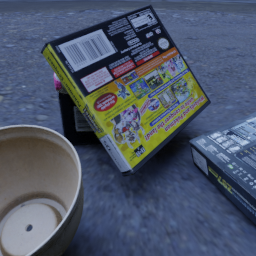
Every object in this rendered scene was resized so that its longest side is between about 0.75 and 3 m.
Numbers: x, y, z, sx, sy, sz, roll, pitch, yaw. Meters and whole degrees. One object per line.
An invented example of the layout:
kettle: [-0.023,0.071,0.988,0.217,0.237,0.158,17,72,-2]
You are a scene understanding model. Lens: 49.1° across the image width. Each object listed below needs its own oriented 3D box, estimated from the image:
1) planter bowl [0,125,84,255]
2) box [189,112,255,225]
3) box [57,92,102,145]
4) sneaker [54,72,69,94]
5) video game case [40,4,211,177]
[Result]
planter bowl: [-1.362,1.045,3.425,1.843,1.240,1.843,-3,45,3]
box: [2.614,0.633,4.721,2.081,0.673,2.639,-23,30,-10]
box: [-1.026,-0.705,6.833,1.017,1.409,1.899,-2,33,-4]
sneaker: [-0.700,-1.205,5.616,0.821,0.757,1.861,17,39,26]
video game case: [0.202,-0.912,5.423,2.817,2.546,0.359,-37,6,-37]
